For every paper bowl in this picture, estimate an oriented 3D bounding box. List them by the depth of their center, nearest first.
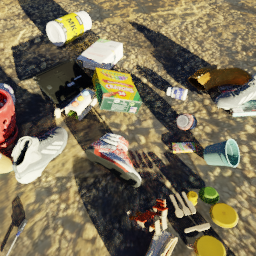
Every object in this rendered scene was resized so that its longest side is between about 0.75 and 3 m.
[{"bbox_3d":[-5.931,-1.139,12.404,1.788,0.930,1.788,0,42,0],"label":"paper bowl"}]

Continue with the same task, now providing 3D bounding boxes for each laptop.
[{"bbox_3d":[-3.634,-2.368,14.353,2.838,1.466,2.515,46,56,8],"label":"laptop"}]

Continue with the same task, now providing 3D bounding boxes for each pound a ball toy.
[{"bbox_3d":[-2.341,-1.091,12.490,1.160,0.756,1.780,18,45,19],"label":"pound a ball toy"}]

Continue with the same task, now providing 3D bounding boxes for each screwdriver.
[{"bbox_3d":[-3.285,3.238,8.123,0.185,0.193,1.328,7,39,10],"label":"screwdriver"}]

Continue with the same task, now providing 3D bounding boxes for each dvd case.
[{"bbox_3d":[5.295,-1.328,13.147,1.547,0.233,2.119,-4,41,-4],"label":"dvd case"}]

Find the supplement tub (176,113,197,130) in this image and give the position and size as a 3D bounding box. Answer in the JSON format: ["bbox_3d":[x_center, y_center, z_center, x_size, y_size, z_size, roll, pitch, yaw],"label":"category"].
[{"bbox_3d":[2.300,-0.251,11.068,0.667,0.667,1.247,25,9,25],"label":"supplement tub"}]

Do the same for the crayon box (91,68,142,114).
[{"bbox_3d":[-0.623,-1.878,12.978,1.817,0.727,2.863,6,38,-23],"label":"crayon box"}]

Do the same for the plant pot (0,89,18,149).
[{"bbox_3d":[-5.314,-0.281,10.775,2.030,1.849,2.030,0,43,0],"label":"plant pot"}]

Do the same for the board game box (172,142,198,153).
[{"bbox_3d":[2.209,0.759,10.870,0.950,0.142,0.454,-1,40,1],"label":"board game box"}]

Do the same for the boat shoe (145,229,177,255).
[{"bbox_3d":[0.796,3.598,7.315,0.716,0.763,2.069,10,42,20],"label":"boat shoe"}]

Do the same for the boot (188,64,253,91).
[{"bbox_3d":[4.459,-2.298,13.757,1.905,0.936,2.661,-36,44,-26],"label":"boot"}]

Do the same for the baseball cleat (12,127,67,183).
[{"bbox_3d":[-3.060,0.613,10.037,0.996,1.520,2.856,8,42,13],"label":"baseball cleat"}]

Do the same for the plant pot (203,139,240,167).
[{"bbox_3d":[3.295,0.922,9.988,0.961,0.981,0.981,-12,26,46],"label":"plant pot"}]

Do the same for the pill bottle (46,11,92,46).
[{"bbox_3d":[-3.670,-6.362,17.708,1.529,1.529,2.675,27,50,27],"label":"pill bottle"}]

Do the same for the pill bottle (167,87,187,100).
[{"bbox_3d":[2.317,-1.666,13.294,0.872,0.522,0.522,15,44,17],"label":"pill bottle"}]

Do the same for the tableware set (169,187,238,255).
[{"bbox_3d":[2.499,2.961,8.340,1.867,0.425,2.771,-10,42,-15],"label":"tableware set"}]

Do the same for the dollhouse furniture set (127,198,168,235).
[{"bbox_3d":[0.681,2.551,8.333,1.106,0.570,1.094,5,13,44],"label":"dollhouse furniture set"}]

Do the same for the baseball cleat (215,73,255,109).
[{"bbox_3d":[5.220,-1.758,12.383,2.874,1.530,1.002,-15,44,-10],"label":"baseball cleat"}]

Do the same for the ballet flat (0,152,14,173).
[{"bbox_3d":[-5.298,1.057,10.107,2.461,0.776,0.845,9,43,10],"label":"ballet flat"}]

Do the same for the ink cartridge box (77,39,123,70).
[{"bbox_3d":[-1.508,-3.918,15.505,1.519,0.873,2.595,18,45,18],"label":"ink cartridge box"}]

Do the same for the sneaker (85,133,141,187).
[{"bbox_3d":[-0.243,1.020,10.100,2.483,0.829,1.331,27,51,30],"label":"sneaker"}]
